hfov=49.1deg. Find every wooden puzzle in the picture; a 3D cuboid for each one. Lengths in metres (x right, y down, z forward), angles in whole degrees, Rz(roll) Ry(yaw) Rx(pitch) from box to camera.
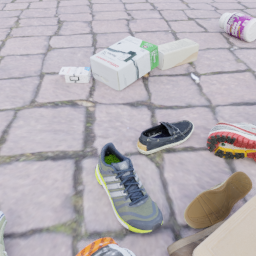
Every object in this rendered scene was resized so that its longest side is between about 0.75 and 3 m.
[{"bbox_3d":[2.707,2.737,5.663,2.202,0.410,2.037,-30,65,-22],"label":"wooden puzzle"}]

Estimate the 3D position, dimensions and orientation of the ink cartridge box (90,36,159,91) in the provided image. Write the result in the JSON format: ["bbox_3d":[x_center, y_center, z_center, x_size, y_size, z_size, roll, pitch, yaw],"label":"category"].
[{"bbox_3d":[-0.146,-2.930,12.425,1.860,1.054,2.537,32,56,33],"label":"ink cartridge box"}]

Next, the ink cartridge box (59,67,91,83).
[{"bbox_3d":[-2.345,-2.363,12.443,1.273,0.432,0.738,2,39,3],"label":"ink cartridge box"}]

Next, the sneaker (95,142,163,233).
[{"bbox_3d":[-0.093,1.443,7.108,1.018,1.115,2.755,-22,44,-25],"label":"sneaker"}]

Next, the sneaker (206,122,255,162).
[{"bbox_3d":[3.941,0.355,8.481,2.899,1.129,1.191,13,40,16],"label":"sneaker"}]

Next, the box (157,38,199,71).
[{"bbox_3d":[2.278,-3.624,13.681,2.207,0.858,1.048,-20,43,-24],"label":"box"}]

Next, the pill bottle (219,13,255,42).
[{"bbox_3d":[6.442,-5.949,16.292,1.270,1.270,2.263,-21,42,-24],"label":"pill bottle"}]

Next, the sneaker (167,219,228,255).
[{"bbox_3d":[1.826,2.615,6.178,1.936,0.682,0.731,-16,61,-16],"label":"sneaker"}]

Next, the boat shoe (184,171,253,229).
[{"bbox_3d":[2.241,1.865,7.070,2.145,0.672,0.786,-24,70,-23],"label":"boat shoe"}]

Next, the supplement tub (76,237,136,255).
[{"bbox_3d":[-0.032,3.114,4.784,1.396,1.396,2.279,-25,45,-28],"label":"supplement tub"}]

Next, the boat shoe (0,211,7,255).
[{"bbox_3d":[-2.876,2.834,5.787,0.708,0.822,2.282,14,43,-13],"label":"boat shoe"}]

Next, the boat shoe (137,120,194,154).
[{"bbox_3d":[1.280,0.148,9.095,2.227,0.693,0.831,-20,41,-25],"label":"boat shoe"}]
